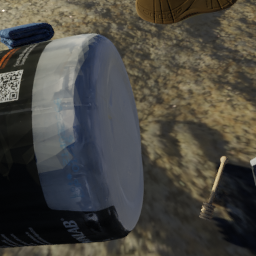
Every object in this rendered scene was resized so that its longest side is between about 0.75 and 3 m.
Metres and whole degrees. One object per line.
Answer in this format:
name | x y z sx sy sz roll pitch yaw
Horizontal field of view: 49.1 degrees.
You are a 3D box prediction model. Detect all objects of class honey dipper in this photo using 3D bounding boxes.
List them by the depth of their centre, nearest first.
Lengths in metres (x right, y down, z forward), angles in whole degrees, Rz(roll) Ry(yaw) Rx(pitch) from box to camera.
honey dipper | 1.396 0.952 4.499 0.201 0.201 1.059 18 78 18

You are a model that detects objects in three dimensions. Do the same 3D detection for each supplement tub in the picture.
supplement tub | -1.290 0.216 2.517 2.682 1.643 1.643 -7 43 10

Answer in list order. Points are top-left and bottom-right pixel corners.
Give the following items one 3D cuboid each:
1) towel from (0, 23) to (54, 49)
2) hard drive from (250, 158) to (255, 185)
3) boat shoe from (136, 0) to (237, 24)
towel | -1.356 -1.218 3.699 0.587 0.255 1.051 -23 27 -21
hard drive | 2.681 0.631 4.705 1.198 0.808 0.254 -22 27 5
boat shoe | 1.278 -2.806 6.139 2.264 0.817 0.735 1 27 28
